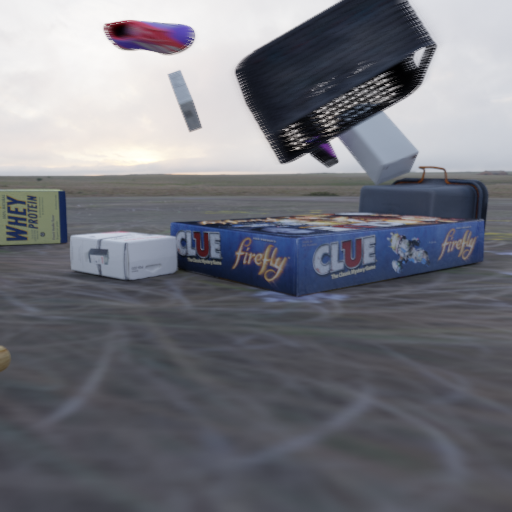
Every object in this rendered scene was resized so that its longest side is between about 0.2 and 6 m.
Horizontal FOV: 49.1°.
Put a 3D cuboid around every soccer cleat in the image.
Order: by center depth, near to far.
[{"bbox_3d":[-2.226,-4.572,11.606,1.900,0.648,0.695,6,3,12],"label":"soccer cleat"}]

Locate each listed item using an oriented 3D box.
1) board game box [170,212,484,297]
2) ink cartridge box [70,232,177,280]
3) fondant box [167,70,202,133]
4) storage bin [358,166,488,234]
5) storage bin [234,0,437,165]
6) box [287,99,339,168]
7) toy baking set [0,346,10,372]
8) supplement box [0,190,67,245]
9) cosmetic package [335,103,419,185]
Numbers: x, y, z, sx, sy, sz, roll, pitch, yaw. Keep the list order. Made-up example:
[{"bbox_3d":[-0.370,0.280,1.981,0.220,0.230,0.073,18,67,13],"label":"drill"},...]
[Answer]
[{"bbox_3d":[1.263,-0.213,9.302,4.440,0.768,3.008,-7,10,-40],"label":"board game box"},{"bbox_3d":[-2.054,-0.027,8.679,1.405,0.596,1.023,8,11,38],"label":"ink cartridge box"},{"bbox_3d":[-1.660,-3.598,13.032,0.352,1.208,0.872,-20,-35,-2],"label":"fondant box"},{"bbox_3d":[3.287,-1.017,11.508,1.547,1.676,2.303,-2,9,-41],"label":"storage bin"},{"bbox_3d":[1.155,-2.683,8.432,2.600,1.219,1.758,-30,-10,3],"label":"storage bin"},{"bbox_3d":[1.176,-3.117,12.955,0.372,2.062,1.474,-26,-13,19],"label":"box"},{"bbox_3d":[-2.554,0.328,3.167,2.129,0.323,2.774,33,14,8],"label":"toy baking set"},{"bbox_3d":[-5.429,-0.942,13.089,1.797,1.206,1.795,-3,8,-23],"label":"supplement box"},{"bbox_3d":[2.629,-2.518,12.390,0.996,1.765,0.716,-20,-27,-17],"label":"cosmetic package"}]
